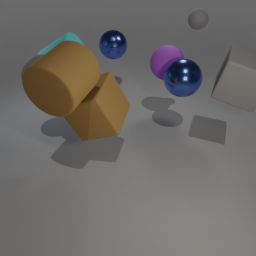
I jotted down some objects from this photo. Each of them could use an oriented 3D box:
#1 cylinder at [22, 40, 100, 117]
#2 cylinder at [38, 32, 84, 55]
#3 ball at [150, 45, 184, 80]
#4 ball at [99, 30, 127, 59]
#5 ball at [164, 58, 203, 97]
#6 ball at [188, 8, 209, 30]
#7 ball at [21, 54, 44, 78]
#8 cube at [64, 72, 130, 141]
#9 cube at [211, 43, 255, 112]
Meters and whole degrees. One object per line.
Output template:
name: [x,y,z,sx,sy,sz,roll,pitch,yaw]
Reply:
cylinder: [-1.605,-1.228,6.929,1.400,1.400,1.400,12,44,18]
cylinder: [-2.367,-2.603,10.490,1.400,1.400,1.400,-25,26,21]
ball: [1.591,-2.633,11.360,1.400,1.400,1.400,0,32,0]
ball: [-0.733,-4.115,13.859,1.400,1.400,1.400,0,32,0]
ball: [2.012,-1.831,10.272,1.400,1.400,1.400,0,32,0]
ball: [2.448,-3.798,9.782,0.700,0.700,0.700,0,32,0]
ball: [-2.751,-1.697,9.177,1.400,1.400,1.400,0,32,0]
cube: [-0.974,-0.637,8.587,1.400,1.400,1.400,-10,40,28]
cube: [3.676,-1.629,8.996,1.400,1.400,1.400,22,45,8]
